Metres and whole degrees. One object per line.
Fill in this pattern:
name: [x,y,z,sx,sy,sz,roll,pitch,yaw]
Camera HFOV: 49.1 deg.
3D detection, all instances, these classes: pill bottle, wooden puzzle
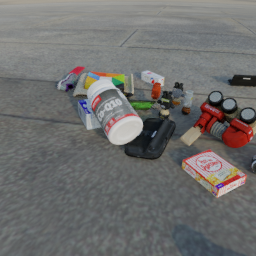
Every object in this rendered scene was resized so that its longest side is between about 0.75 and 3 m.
pill bottle: [-0.557,-0.636,10.084,1.307,1.307,2.295,-16,53,-25]
wooden puzzle: [-1.211,-2.362,14.603,2.985,0.556,2.762,-1,31,-1]

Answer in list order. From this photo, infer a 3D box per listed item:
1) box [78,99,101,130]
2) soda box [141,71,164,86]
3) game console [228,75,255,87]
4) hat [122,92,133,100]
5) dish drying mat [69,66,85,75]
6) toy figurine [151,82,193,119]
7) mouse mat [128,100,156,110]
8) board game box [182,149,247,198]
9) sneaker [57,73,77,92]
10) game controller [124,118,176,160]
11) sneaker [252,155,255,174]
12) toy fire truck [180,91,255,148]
box: [-1.196,-0.671,11.614,1.449,0.760,1.332,-12,34,-20]
soda box: [1.336,-2.684,15.228,0.451,0.483,1.417,-21,36,-31]
game console: [6.162,-2.641,14.919,1.348,1.185,0.784,3,60,7]
hat: [-0.215,-1.403,13.183,1.027,0.414,1.027,2,22,-1]
dish drying mat: [-3.065,-3.429,16.829,0.525,0.124,1.366,8,31,11]
toy figurine: [1.895,-1.213,12.239,1.681,1.188,1.708,-5,29,-20]
mouse mat: [0.361,-0.957,11.856,1.426,1.147,0.054,-1,74,-15]
board game box: [2.618,1.349,8.643,1.171,0.358,1.546,-17,35,-27]
sneaker: [-3.028,-2.341,14.755,0.697,0.592,1.592,27,43,8]
game controller: [0.863,0.324,10.353,1.349,0.545,2.586,-2,27,27]
sneaker: [4.850,1.115,8.744,1.903,0.703,0.754,6,27,10]
toy fire truck: [3.159,0.032,10.002,2.339,1.505,2.059,-50,55,-3]
